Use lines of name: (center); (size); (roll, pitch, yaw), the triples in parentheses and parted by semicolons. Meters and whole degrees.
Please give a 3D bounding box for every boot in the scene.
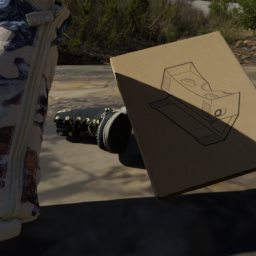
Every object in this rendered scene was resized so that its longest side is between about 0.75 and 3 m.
boot: (-0.836, 0.017, 6.011); (1.695, 0.810, 2.244); (-1, 13, 9)

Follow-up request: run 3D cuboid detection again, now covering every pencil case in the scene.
pencil case: (-1.414, -0.302, 3.295); (1.140, 2.931, 1.311); (18, -19, -40)

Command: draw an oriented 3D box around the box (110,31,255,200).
box: (0.911, -0.330, 3.913); (1.843, 0.240, 2.255); (-15, 61, -5)
